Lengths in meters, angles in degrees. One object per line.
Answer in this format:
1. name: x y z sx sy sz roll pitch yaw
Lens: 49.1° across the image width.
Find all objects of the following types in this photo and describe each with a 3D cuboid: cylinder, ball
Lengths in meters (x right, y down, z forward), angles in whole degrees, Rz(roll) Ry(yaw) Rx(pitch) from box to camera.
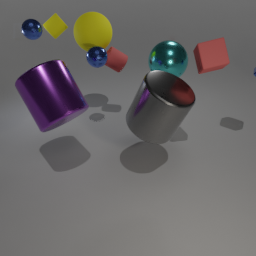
1. cylinder: -1.951 -0.813 7.277 1.400 1.400 1.400 -29 1 1
2. ball: -1.010 -2.322 9.135 0.700 0.700 0.700 0 31 0
3. ball: -3.329 -3.423 9.726 0.700 0.700 0.700 0 31 0
4. ball: 1.415 -2.366 9.900 1.400 1.400 1.400 0 31 0
5. ball: -1.270 -3.477 10.195 1.400 1.400 1.400 0 31 0
6. cylinder: 0.817 -0.533 7.325 1.400 1.400 1.400 15 42 -14
7. cylinder: -2.857 -4.020 11.049 0.700 0.700 0.700 -41 36 5
8. cylinder: -0.472 -2.511 10.298 0.700 0.700 0.700 27 24 -21

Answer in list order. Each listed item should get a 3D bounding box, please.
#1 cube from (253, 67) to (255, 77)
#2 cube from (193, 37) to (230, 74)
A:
1. cube: 4.582 -1.823 9.041 0.700 0.700 0.700 44 35 -1
2. cube: 2.229 -1.927 7.551 0.700 0.700 0.700 -13 0 4
